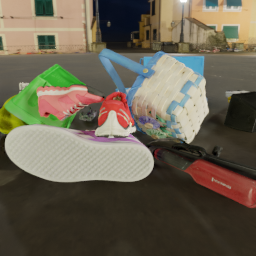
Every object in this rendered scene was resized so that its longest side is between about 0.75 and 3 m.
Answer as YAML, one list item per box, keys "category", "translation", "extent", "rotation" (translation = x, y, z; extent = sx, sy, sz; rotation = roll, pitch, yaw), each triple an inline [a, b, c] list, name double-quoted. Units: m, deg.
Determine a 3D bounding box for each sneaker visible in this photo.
- category: "sneaker"
  translation: [-1.235, -0.511, 6.033]
  extent: [1.698, 0.736, 0.626]
  rotation: [1, -5, 26]
- category: "sneaker"
  translation: [-0.992, 0.429, 6.009]
  extent: [2.848, 1.032, 1.624]
  rotation: [12, 13, -11]
- category: "sneaker"
  translation: [-0.189, -0.309, 5.775]
  extent: [0.779, 0.859, 2.023]
  rotation: [4, 7, 0]

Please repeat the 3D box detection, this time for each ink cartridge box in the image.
- category: "ink cartridge box"
  translation: [0.343, -1.054, 10.938]
  extent: [1.214, 0.699, 2.097]
  rotation: [-5, 19, -15]

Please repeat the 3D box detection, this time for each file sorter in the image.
- category: "file sorter"
  translation: [1.966, -2.453, 13.360]
  extent: [2.732, 1.896, 1.676]
  rotation: [-2, 16, -7]

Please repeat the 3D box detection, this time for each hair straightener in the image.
- category: "hair straightener"
  translation: [1.513, 0.745, 5.966]
  extent: [1.153, 0.613, 2.996]
  rotation: [-15, 19, -40]

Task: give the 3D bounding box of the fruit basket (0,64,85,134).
- category: "fruit basket"
  translation: [-2.561, -0.474, 8.055]
  extent: [1.914, 2.654, 2.654]
  rotation: [35, 13, -13]

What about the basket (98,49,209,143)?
- category: "basket"
  translation: [0.626, -0.911, 7.553]
  extent: [2.804, 1.950, 2.472]
  rotation: [33, -10, 32]

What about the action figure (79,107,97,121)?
- category: "action figure"
  translation: [-1.393, -0.450, 9.796]
  extent: [0.533, 0.284, 0.820]
  rotation: [19, 27, 9]

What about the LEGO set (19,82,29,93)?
- category: "LEGO set"
  translation: [-3.725, -1.947, 12.916]
  extent: [2.831, 1.162, 1.080]
  rotation: [10, 20, 27]

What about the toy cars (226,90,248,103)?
- category: "toy cars"
  translation: [4.572, -1.087, 11.287]
  extent: [1.253, 0.619, 2.796]
  rotation: [8, 17, 14]

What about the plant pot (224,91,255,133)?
- category: "plant pot"
  translation: [3.815, -0.436, 8.663]
  extent: [1.083, 1.085, 0.963]
  rotation: [-9, 30, -26]
